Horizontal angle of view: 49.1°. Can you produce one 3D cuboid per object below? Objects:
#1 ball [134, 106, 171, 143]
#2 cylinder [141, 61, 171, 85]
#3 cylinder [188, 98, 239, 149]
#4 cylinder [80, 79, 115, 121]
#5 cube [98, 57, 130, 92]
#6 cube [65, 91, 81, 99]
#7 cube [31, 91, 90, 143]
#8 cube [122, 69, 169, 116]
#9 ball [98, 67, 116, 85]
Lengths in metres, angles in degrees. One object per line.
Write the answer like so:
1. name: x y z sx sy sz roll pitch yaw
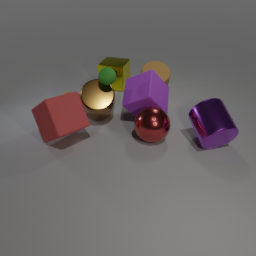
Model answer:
1. ball: 0.937 -0.136 10.805 1.400 1.400 1.400 0 32 0
2. cylinder: 1.307 -2.334 13.866 1.400 1.400 1.400 1 62 -1
3. cylinder: 3.145 -0.152 10.414 1.400 1.400 1.400 -9 58 -14
4. cylinder: -1.268 -1.168 11.956 1.400 1.400 1.400 1 74 -3
5. cube: -0.734 -2.973 15.349 1.400 1.400 1.400 9 33 14
6. cube: -2.525 -1.260 13.029 0.700 0.700 0.700 12 1 19
7. cube: -2.555 -0.403 10.628 1.400 1.400 1.400 -23 3 -40
8. cube: 0.778 -1.358 11.901 1.400 1.400 1.400 -15 54 35
9. ball: -0.816 -2.039 11.008 0.700 0.700 0.700 0 32 0
